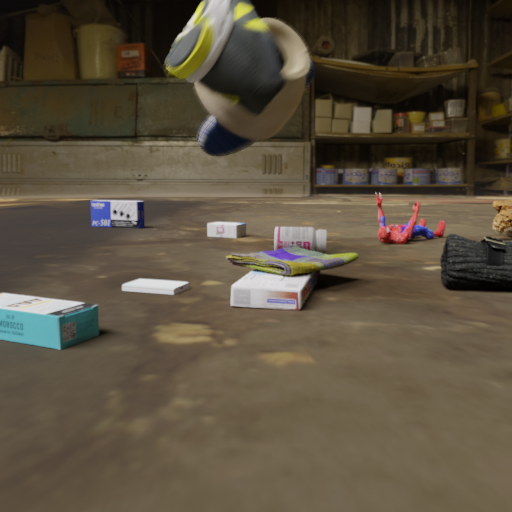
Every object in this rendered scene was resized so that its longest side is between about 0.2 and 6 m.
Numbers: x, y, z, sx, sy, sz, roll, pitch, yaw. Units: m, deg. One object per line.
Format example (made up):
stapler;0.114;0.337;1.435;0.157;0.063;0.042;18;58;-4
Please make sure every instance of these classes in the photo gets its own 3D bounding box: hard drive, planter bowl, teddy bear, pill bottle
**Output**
hard drive;-1.359;0.422;7.639;0.771;0.101;0.509;3;9;18
planter bowl;0.080;-2.920;8.858;1.794;1.794;1.207;-6;-16;-37
teddy bear;6.760;-0.680;13.502;1.932;0.890;2.665;-11;20;-24
pill bottle;0.867;-0.281;10.959;1.001;0.568;0.568;1;8;6

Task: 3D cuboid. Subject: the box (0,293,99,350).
box;-2.208;0.615;5.442;1.304;0.320;0.536;4;9;26

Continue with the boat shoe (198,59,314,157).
boat shoe;-0.087;-3.027;11.060;2.670;0.964;0.966;-37;43;7

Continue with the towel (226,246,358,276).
towel;0.532;0.043;7.924;1.196;0.190;1.665;9;11;44

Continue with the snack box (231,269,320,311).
snack box;0.349;0.332;7.590;0.835;0.283;2.324;2;8;12

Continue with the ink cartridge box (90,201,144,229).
ink cartridge box;-4.246;-1.272;17.100;1.757;0.826;0.388;3;8;25

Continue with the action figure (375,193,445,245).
action figure;3.645;-0.927;13.435;0.839;1.273;2.572;7;13;42

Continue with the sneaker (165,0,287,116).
sneaker;-0.292;-2.388;6.623;1.223;1.076;2.890;35;28;-19

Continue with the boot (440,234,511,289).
boot;3.452;0.022;8.118;1.484;0.747;1.984;2;9;18

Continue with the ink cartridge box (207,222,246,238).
ink cartridge box;-0.763;-0.672;14.480;0.852;0.361;0.616;5;9;24
